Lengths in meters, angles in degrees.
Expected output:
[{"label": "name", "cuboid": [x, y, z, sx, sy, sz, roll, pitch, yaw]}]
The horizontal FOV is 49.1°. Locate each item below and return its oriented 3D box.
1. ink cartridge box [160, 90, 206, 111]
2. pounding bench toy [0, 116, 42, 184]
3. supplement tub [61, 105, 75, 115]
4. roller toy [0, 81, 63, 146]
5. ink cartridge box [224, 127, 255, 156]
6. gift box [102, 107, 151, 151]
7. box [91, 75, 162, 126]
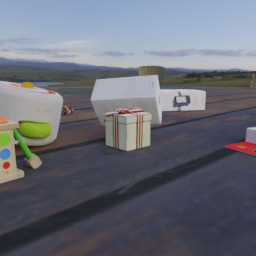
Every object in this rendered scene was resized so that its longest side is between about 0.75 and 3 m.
[{"label": "ink cartridge box", "cuboid": [2.961, -1.700, 16.798, 2.723, 1.148, 1.971, -2, 11, -9]}, {"label": "pounding bench toy", "cuboid": [-2.650, 0.340, 5.823, 1.026, 1.288, 1.652, 10, 14, 41]}, {"label": "supplement tub", "cuboid": [-3.220, -0.947, 14.693, 0.483, 0.483, 0.904, 4, 11, 20]}, {"label": "roller toy", "cuboid": [-3.156, -0.547, 8.383, 2.398, 1.676, 2.188, 13, 9, 4]}, {"label": "ink cartridge box", "cuboid": [4.127, 0.415, 7.591, 1.944, 0.493, 2.207, -5, 12, -28]}, {"label": "gift box", "cuboid": [-0.094, -0.035, 8.203, 1.215, 1.134, 1.121, 11, 15, 41]}, {"label": "box", "cuboid": [0.009, -0.880, 9.318, 2.102, 1.308, 1.025, -1, 51, 13]}]
